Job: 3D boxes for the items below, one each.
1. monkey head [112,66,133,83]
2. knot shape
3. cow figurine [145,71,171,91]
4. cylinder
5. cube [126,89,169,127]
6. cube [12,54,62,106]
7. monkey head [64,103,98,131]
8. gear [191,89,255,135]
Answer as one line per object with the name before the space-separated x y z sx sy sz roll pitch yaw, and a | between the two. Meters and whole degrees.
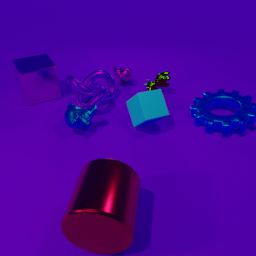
monkey head | -0.192 -2.178 10.947 0.694 0.829 1.152 -30 10 2
knot shape | -1.394 -1.413 9.790 1.686 0.832 1.801 25 46 11
cow figurine | 1.084 -1.707 10.319 0.907 0.922 0.506 -6 68 1
cylinder | -0.485 1.556 5.661 1.374 1.374 1.374 5 37 7
cube | 0.586 -0.596 8.511 0.840 0.840 0.840 -14 83 -27
cube | -3.268 -1.771 10.107 1.270 1.270 1.270 -18 41 -22
monkey head | -1.452 -0.422 8.475 0.814 0.972 1.350 31 13 -28
gear | 3.067 -0.567 9.027 2.006 0.371 2.006 -7 38 5
